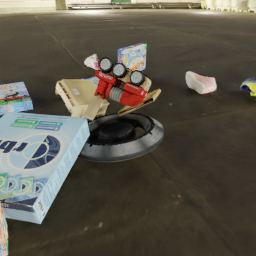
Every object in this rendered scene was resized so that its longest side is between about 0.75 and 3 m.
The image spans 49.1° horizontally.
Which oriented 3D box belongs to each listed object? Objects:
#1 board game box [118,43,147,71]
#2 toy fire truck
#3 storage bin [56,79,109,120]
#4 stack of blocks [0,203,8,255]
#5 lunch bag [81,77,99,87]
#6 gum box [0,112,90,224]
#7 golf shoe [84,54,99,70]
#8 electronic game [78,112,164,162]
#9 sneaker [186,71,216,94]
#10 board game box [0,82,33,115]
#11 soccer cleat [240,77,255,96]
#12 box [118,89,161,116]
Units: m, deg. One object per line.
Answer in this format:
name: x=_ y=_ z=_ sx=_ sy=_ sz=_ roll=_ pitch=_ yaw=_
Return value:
board game box: x=0.241 y=-3.664 z=15.004 sx=0.362 sy=1.422 sz=2.101 roll=21 pitch=35 yaw=32
toy fire truck: x=-0.381 y=-0.920 z=7.732 sx=1.498 sy=1.702 sz=1.095 roll=26 pitch=7 yaw=17
storage bin: x=-1.614 y=-1.000 z=9.717 sx=1.422 sy=0.671 sz=1.432 roll=-7 pitch=48 yaw=-37
stack of blocks: x=-2.455 y=2.035 z=5.084 sx=0.392 sy=0.770 sz=1.338 roll=-11 pitch=31 yaw=-20
lunch bag: x=-1.679 y=-1.664 z=12.022 sx=1.232 sy=0.785 sz=1.047 roll=-21 pitch=35 yaw=-20
gum box: x=-2.662 y=0.752 z=6.983 sx=2.524 sy=0.662 sz=2.970 roll=5 pitch=38 yaw=13
golf shoe: x=-2.031 y=-3.650 z=15.934 sx=0.855 sy=0.703 sz=1.868 roll=-18 pitch=27 yaw=0
electronic game: x=-0.338 y=0.219 z=8.600 sx=2.888 sy=0.601 sz=2.888 roll=-7 pitch=24 yaw=3
sneaker: x=3.401 y=-2.125 z=12.954 sx=0.922 sy=0.664 sz=1.764 roll=-10 pitch=35 yaw=-15
board game box: x=-5.048 y=-1.225 z=11.492 sx=1.832 sy=0.443 sz=2.421 roll=-13 pitch=30 yaw=-22
soccer cleat: x=5.810 y=-1.546 z=12.122 sx=0.841 sy=0.650 sz=2.011 roll=-40 pitch=44 yaw=-8
box: x=0.427 y=-0.884 z=9.417 sx=1.273 sy=0.166 sz=1.557 roll=-23 pitch=9 yaw=20
